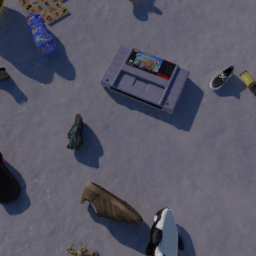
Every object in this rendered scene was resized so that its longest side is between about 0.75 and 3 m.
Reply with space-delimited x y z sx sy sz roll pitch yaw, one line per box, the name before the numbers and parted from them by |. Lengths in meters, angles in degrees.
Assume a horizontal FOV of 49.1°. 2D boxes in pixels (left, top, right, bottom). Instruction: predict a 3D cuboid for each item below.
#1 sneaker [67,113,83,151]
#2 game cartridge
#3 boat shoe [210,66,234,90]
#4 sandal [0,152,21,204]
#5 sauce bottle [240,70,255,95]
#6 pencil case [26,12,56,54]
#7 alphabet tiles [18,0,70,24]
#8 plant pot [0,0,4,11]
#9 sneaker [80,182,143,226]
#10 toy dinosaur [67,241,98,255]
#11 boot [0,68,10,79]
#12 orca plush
sneaker | -1.773 0.112 9.371 0.518 0.493 1.307 -2 68 1
game cartridge | 0.627 -1.837 10.153 2.808 0.539 1.820 23 75 9
boat shoe | 3.443 -1.847 10.184 1.144 0.391 0.422 -36 73 -13
sandal | -4.424 1.173 8.974 1.057 0.634 2.814 -35 87 -7
sauce bottle | 4.436 -1.629 10.140 0.318 0.318 0.983 -24 70 -9
pencil case | -3.335 -3.653 10.726 0.724 0.651 1.668 -37 70 26
alphabet tiles | -3.440 -5.258 11.693 1.762 0.080 2.108 -35 73 -13
plant pot | -6.090 -5.293 10.947 1.628 1.731 1.731 3 68 18
sneaker | -0.521 2.453 8.457 2.018 0.711 0.762 31 89 17
toy dinosaur | -1.538 3.695 8.033 1.298 0.378 0.656 -23 72 -9
boot | -4.778 -1.943 10.132 0.853 0.557 0.289 -17 70 -7
orca plush | 0.962 3.604 8.020 1.287 0.870 2.447 6 65 -46
